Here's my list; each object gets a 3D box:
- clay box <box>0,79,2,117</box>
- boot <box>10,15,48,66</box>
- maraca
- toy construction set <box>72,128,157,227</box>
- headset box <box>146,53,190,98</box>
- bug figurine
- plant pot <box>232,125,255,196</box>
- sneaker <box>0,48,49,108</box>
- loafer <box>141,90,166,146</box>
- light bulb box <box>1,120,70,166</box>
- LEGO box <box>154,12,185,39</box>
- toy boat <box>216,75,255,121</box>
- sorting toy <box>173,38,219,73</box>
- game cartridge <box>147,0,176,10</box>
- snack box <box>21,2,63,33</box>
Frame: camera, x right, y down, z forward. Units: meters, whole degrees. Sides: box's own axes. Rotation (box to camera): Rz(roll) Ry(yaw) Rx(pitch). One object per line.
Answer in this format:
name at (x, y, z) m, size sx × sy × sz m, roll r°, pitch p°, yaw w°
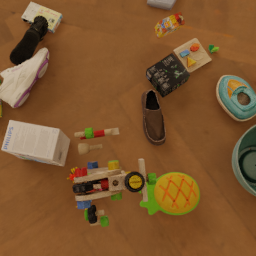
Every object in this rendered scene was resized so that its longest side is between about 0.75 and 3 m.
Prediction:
clay box at (-5.903, -1.115, 11.636) m, size 1.152 × 0.477 × 2.005 m, roll -8°, pitch 76°, yaw -2°
boot at (-4.213, -3.728, 12.077) m, size 0.784 × 2.084 × 1.558 m, roll 34°, pitch 36°, yaw -29°
maraca at (1.525, 2.423, 10.322) m, size 2.292 × 1.226 × 1.571 m, roll -5°, pitch 63°, yaw -6°
toy construction set at (-0.340, 1.167, 8.120) m, size 2.147 × 2.330 × 2.794 m, roll -9°, pitch 62°, yaw 2°
headset box at (1.702, -2.249, 11.823) m, size 1.460 × 0.677 × 1.271 m, roll -35°, pitch 78°, yaw -9°
bug figurine at (-1.575, 2.258, 10.817) m, size 1.274 × 0.423 × 1.643 m, roll -18°, pitch 72°, yaw -11°
plant pot at (5.063, 1.312, 10.306) m, size 2.792 × 1.871 × 2.792 m, roll 0°, pitch 76°, yaw 0°
sneaker at (-4.352, -2.295, 11.534) m, size 1.416 × 1.064 × 2.842 m, roll 33°, pitch 77°, yaw -5°
loafer at (0.973, -0.474, 11.279) m, size 0.880 × 0.855 × 2.409 m, roll -12°, pitch 76°, yaw -3°
light bulb box at (-3.348, 0.619, 10.493) m, size 1.856 × 1.840 × 1.158 m, roll 10°, pitch 75°, yaw 4°
LEGO box at (1.585, -3.968, 10.895) m, size 0.898 × 1.205 × 0.465 m, roll -24°, pitch 98°, yaw -2°
toy boat at (4.869, -1.581, 11.408) m, size 2.484 × 1.154 × 2.088 m, roll -33°, pitch 78°, yaw -8°
sorting toy at (3.079, -3.365, 12.322) m, size 1.786 × 0.263 × 1.320 m, roll -31°, pitch 78°, yaw -7°
game cartridge at (1.734, -6.510, 13.084) m, size 1.331 × 0.404 × 1.996 m, roll 13°, pitch 76°, yaw 0°
snack box at (-3.894, -5.024, 12.726) m, size 1.597 × 0.296 × 0.928 m, roll 24°, pitch 77°, yaw 6°
